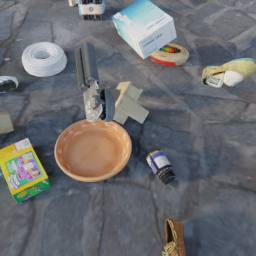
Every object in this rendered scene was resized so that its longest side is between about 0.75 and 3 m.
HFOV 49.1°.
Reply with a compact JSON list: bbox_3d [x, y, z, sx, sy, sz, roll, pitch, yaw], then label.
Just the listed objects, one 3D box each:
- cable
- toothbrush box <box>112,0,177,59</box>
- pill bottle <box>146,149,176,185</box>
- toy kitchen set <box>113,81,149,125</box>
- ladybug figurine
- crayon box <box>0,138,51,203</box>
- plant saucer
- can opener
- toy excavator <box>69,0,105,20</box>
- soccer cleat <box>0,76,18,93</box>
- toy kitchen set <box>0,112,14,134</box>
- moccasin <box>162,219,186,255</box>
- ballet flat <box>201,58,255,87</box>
[{"bbox_3d":[-4.023,-3.343,13.535,2.067,0.716,2.066,3,49,3],"label":"cable"},{"bbox_3d":[0.678,-4.392,12.158,1.757,1.024,2.400,-35,53,-3],"label":"toothbrush box"},{"bbox_3d":[1.139,1.330,9.549,0.638,0.638,1.141,-19,53,-15],"label":"pill bottle"},{"bbox_3d":[0.008,-0.886,11.616,1.303,1.441,1.597,31,86,-20],"label":"toy kitchen set"},{"bbox_3d":[1.915,-3.584,13.692,2.089,0.751,1.418,20,47,17],"label":"ladybug figurine"},{"bbox_3d":[-3.577,1.390,9.524,1.192,0.585,2.007,-25,54,-20],"label":"crayon box"},{"bbox_3d":[-1.228,0.790,10.106,2.721,0.509,2.721,0,50,0],"label":"plant saucer"},{"bbox_3d":[-1.070,-1.458,9.067,0.960,0.766,2.871,13,55,-39],"label":"can opener"},{"bbox_3d":[-2.538,-7.450,17.015,2.280,1.171,2.344,-2,36,0],"label":"toy excavator"},{"bbox_3d":[-5.906,-1.844,12.358,2.080,0.727,0.898,-9,32,-9],"label":"soccer cleat"},{"bbox_3d":[-5.511,0.442,10.422,1.854,1.672,1.512,-19,86,26],"label":"toy kitchen set"},{"bbox_3d":[1.251,3.327,7.742,0.653,0.619,1.692,20,49,-14],"label":"moccasin"},{"bbox_3d":[3.313,-1.758,9.455,0.828,0.828,2.344,-24,13,-19],"label":"ballet flat"}]
